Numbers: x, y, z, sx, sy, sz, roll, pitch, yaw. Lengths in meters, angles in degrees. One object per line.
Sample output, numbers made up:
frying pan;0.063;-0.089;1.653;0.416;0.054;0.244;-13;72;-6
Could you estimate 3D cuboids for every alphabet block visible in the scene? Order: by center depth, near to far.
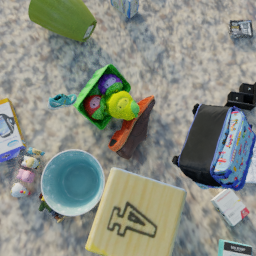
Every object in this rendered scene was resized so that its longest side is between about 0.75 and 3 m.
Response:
alphabet block;0.280;2.901;9.022;2.421;2.408;2.466;16;75;7

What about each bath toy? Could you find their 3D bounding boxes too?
bath toy;-3.667;1.672;10.269;0.684;0.805;1.850;22;79;-17

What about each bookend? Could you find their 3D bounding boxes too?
bookend;4.513;-1.353;11.212;1.082;0.502;1.089;11;74;3

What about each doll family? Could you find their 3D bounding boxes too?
doll family;-2.185;2.029;10.041;2.649;1.040;1.531;-41;74;-16

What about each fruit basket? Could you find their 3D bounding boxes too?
fruit basket;-0.671;-1.046;10.340;2.344;1.691;2.344;-25;42;25

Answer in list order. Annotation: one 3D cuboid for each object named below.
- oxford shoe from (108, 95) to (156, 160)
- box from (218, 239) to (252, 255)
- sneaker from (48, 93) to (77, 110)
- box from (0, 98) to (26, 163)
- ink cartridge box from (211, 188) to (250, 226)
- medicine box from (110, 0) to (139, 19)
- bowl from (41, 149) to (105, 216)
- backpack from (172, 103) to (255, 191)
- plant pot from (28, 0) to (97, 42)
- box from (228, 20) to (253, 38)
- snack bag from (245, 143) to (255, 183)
oxford shoe;0.357;-0.061;10.775;1.006;0.987;2.773;42;71;-21
box;3.476;5.057;9.325;0.975;0.582;2.369;10;74;3
sneaker;-1.992;-0.869;8.622;0.409;0.420;1.054;31;37;28
box;-4.918;0.162;10.803;1.420;0.495;2.386;-21;78;-6
ink cartridge box;3.648;2.803;10.042;0.793;0.451;1.089;-34;77;-9
medicine box;-0.154;-5.596;12.113;1.214;1.106;0.625;41;78;11
bowl;-1.694;1.787;9.259;2.057;1.076;2.057;-1;79;4
backpack;2.563;0.735;7.708;1.579;2.347;2.143;8;65;42
plant pot;-2.487;-4.633;11.521;2.255;2.110;2.110;35;77;-3
box;4.901;-4.309;12.190;0.967;0.241;0.762;1;75;0
snack bag;4.767;1.171;10.646;1.747;0.198;1.853;2;74;1
